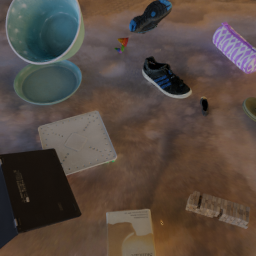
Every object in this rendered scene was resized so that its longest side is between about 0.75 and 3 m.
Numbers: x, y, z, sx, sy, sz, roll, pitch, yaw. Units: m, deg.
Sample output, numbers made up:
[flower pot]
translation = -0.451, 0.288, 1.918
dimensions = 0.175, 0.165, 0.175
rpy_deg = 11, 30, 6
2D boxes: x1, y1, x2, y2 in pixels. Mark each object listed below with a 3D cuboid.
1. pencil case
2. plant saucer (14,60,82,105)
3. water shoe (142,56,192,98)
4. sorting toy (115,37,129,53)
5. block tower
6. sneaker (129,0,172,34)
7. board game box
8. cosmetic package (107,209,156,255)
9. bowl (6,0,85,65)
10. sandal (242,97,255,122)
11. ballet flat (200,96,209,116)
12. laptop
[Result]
[pencil case]
translation = 4.932, -3.564, 12.531
dimensions = 1.112, 1.133, 2.650
rpy_deg = -25, 55, -13
[plant saucer]
translation = -3.302, -1.922, 11.728
dimensions = 2.779, 0.381, 2.779
rpy_deg = 0, 52, 1
[water shoe]
translation = 1.543, -2.076, 11.473
dimensions = 2.413, 0.952, 0.863
rpy_deg = 34, 59, 24
[sorting toy]
translation = -0.269, -2.888, 9.726
dimensions = 0.348, 1.009, 0.350
rpy_deg = 15, 80, -13
[block tower]
translation = 2.677, 2.393, 8.286
dimensions = 1.796, 0.519, 0.485
rpy_deg = 15, 54, 10
[sneaker]
translation = 0.991, -4.449, 11.273
dimensions = 0.831, 2.028, 0.743
rpy_deg = -2, 80, -47
[board game box]
translation = -1.807, 0.557, 9.843
dimensions = 2.280, 0.295, 2.281
rpy_deg = -17, 54, -13
[cosmetic package]
translation = 0.098, 3.440, 7.234
dimensions = 1.277, 0.863, 2.428
rpy_deg = -5, 52, -4
[bowl]
translation = -2.503, -3.291, 9.315
dimensions = 2.629, 1.375, 2.629
rpy_deg = 0, 91, 15
[sandal]
translation = 5.667, -0.520, 10.363
dimensions = 2.774, 0.792, 1.102
rpy_deg = 26, 57, 19
[ballet flat]
translation = 3.028, -0.885, 10.974
dimensions = 0.330, 0.282, 0.993
rpy_deg = 3, 52, 2
[laptop]
translation = -3.313, 2.234, 8.460
dimensions = 2.802, 1.624, 2.623
rpy_deg = -6, 49, -34
